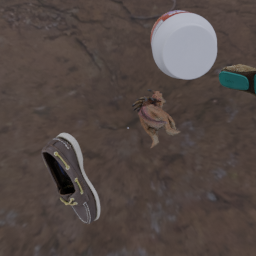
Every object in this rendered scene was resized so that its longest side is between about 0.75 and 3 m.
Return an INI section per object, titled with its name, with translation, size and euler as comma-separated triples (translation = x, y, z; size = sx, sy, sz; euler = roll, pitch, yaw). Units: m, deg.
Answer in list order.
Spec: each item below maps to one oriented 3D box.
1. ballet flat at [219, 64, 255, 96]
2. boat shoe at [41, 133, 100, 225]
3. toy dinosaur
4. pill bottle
[ballet flat]
translation = 3.341, -1.191, 7.024
size = 0.785, 0.848, 2.405
euler = -26, 34, -14
[boat shoe]
translation = -1.144, 1.156, 5.652
size = 0.751, 2.089, 0.622
euler = 2, 27, 34
[toy dinosaur]
translation = 0.416, -0.220, 4.815
size = 0.598, 1.393, 0.944
euler = -29, 88, 12
[pill bottle]
translation = 1.207, -1.892, 6.306
size = 1.353, 1.353, 2.412
euler = 2, 25, 1
